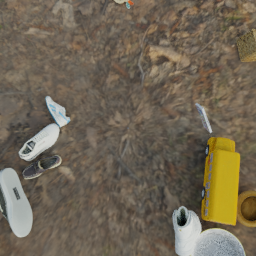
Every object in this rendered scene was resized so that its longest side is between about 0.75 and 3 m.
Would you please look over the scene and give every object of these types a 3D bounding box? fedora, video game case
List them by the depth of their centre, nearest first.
[{"bbox_3d":[2.426,-0.329,8.985,0.079,0.627,0.875,-24,111,4],"label":"video game case"},{"bbox_3d":[4.053,2.681,9.351,1.188,0.485,1.188,-1,77,2],"label":"fedora"}]

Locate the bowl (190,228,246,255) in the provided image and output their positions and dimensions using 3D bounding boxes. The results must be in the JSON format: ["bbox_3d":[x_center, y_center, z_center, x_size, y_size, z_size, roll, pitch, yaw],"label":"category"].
[{"bbox_3d":[2.718,4.010,8.783,1.672,0.785,1.672,0,73,1],"label":"bowl"}]

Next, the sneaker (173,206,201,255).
[{"bbox_3d":[1.757,2.707,8.250,0.688,1.868,1.079,-2,105,19],"label":"sneaker"}]

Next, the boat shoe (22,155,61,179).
[{"bbox_3d":[-3.045,1.325,9.774,1.430,0.463,0.514,-22,74,-7],"label":"boat shoe"}]

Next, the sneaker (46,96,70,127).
[{"bbox_3d":[-2.639,-0.656,10.415,0.519,0.491,1.284,-30,82,-17],"label":"sneaker"}]

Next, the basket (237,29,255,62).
[{"bbox_3d":[4.988,-3.237,11.240,0.788,0.823,1.104,5,69,-33],"label":"basket"}]

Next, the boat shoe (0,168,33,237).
[{"bbox_3d":[-3.864,2.498,9.326,0.731,0.812,2.296,-23,81,27],"label":"boat shoe"}]

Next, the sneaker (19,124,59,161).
[{"bbox_3d":[-3.122,0.468,9.937,0.640,0.675,1.677,38,75,13],"label":"sneaker"}]

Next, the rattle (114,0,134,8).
[{"bbox_3d":[-0.177,-5.624,12.075,1.015,0.725,0.661,26,107,-8],"label":"rattle"}]

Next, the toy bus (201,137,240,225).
[{"bbox_3d":[3.080,1.678,9.324,0.922,1.109,2.832,10,73,3],"label":"toy bus"}]
